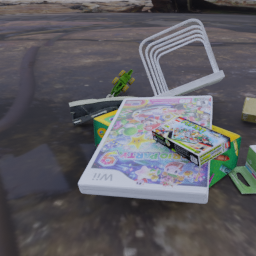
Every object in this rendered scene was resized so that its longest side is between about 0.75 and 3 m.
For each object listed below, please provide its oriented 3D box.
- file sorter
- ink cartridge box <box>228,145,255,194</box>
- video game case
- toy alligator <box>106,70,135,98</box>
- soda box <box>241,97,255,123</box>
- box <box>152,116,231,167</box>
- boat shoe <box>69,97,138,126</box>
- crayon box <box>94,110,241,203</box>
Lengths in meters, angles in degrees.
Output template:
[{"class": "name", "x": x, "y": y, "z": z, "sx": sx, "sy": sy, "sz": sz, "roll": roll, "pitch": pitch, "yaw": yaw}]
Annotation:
[{"class": "file sorter", "x": 1.666, "y": -1.913, "z": 8.538, "sx": 1.912, "sy": 1.716, "sz": 2.755, "roll": -19, "pitch": 1, "yaw": 18}, {"class": "ink cartridge box", "x": 3.166, "y": 0.816, "z": 5.889, "sx": 1.932, "sy": 0.573, "sz": 1.003, "roll": -3, "pitch": 26, "yaw": -3}, {"class": "video game case", "x": 0.533, "y": 0.189, "z": 5.462, "sx": 2.085, "sy": 0.262, "sz": 2.912, "roll": 0, "pitch": 35, "yaw": 18}, {"class": "toy alligator", "x": -0.347, "y": -1.577, "z": 10.657, "sx": 0.620, "sy": 0.449, "sz": 1.870, "roll": 39, "pitch": 57, "yaw": -2}, {"class": "soda box", "x": 4.250, "y": -0.428, "z": 8.192, "sx": 1.679, "sy": 0.537, "sz": 0.569, "roll": 12, "pitch": 72, "yaw": 22}, {"class": "box", "x": 1.022, "y": 0.180, "z": 4.746, "sx": 0.679, "sy": 0.214, "sz": 1.233, "roll": -25, "pitch": 29, "yaw": -22}, {"class": "boat shoe", "x": -0.568, "y": -0.531, "z": 8.321, "sx": 2.259, "sy": 0.764, "sz": 0.811, "roll": -7, "pitch": 2, "yaw": -8}, {"class": "crayon box", "x": 0.779, "y": 0.320, "z": 6.542, "sx": 1.772, "sy": 0.869, "sz": 2.984, "roll": -22, "pitch": 33, "yaw": -37}]
